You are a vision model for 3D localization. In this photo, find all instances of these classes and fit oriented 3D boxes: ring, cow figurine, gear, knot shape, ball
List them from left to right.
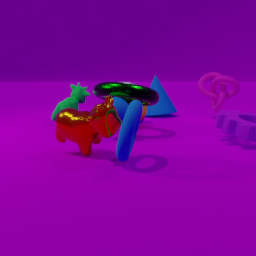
[{"bbox_3d":[-1.934,-0.845,9.571,0.773,1.386,1.409,28,13,3],"label":"cow figurine"},{"bbox_3d":[-0.836,-0.123,5.545,1.430,1.407,0.785,23,45,16],"label":"cow figurine"},{"bbox_3d":[-0.324,-0.408,7.142,0.761,0.761,0.761,0,10,0],"label":"ball"},{"bbox_3d":[-0.046,-0.937,7.915,1.886,0.377,1.886,7,-2,0],"label":"ring"},{"bbox_3d":[0.031,0.049,5.134,0.230,1.150,1.150,15,12,6],"label":"ring"},{"bbox_3d":[3.448,-1.450,10.466,0.722,1.562,1.461,-15,-5,-38],"label":"knot shape"},{"bbox_3d":[3.241,-0.014,6.987,1.985,0.367,1.985,8,17,-2],"label":"gear"}]

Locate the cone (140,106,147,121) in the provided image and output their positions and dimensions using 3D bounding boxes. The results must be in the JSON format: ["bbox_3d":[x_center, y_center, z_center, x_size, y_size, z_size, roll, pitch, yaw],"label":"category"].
[{"bbox_3d":[0.114,-0.395,8.888,1.054,1.054,1.058,0,26,-1],"label":"cone"}]

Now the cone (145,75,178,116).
[{"bbox_3d":[1.205,-1.397,11.650,1.596,1.602,1.596,-5,7,1],"label":"cone"}]

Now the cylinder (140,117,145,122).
[{"bbox_3d":[0.182,-0.581,9.908,0.709,0.709,0.709,4,9,-17],"label":"cylinder"}]
